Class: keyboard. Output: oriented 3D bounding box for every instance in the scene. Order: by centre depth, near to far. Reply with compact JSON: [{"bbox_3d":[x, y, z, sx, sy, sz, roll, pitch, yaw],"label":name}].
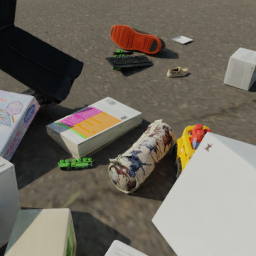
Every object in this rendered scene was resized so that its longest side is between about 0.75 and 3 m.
[{"bbox_3d":[-0.034,-3.038,12.181,2.025,0.209,1.287,-12,46,-32],"label":"keyboard"}]

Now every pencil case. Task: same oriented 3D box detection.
[{"bbox_3d":[0.405,0.630,7.087,0.827,0.951,2.126,9,35,35],"label":"pencil case"}]

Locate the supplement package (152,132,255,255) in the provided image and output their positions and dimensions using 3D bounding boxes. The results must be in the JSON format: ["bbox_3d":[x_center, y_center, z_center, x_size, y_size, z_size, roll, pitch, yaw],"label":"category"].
[{"bbox_3d":[2.232,1.581,4.334,2.467,1.814,2.359,13,23,-40],"label":"supplement package"}]

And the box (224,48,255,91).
[{"bbox_3d":[4.450,-2.271,10.754,1.001,1.169,1.163,25,44,26],"label":"box"}]

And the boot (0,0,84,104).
[{"bbox_3d":[-1.581,-1.505,4.771,1.877,1.547,0.616,30,-2,-12],"label":"boot"}]

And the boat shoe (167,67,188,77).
[{"bbox_3d":[2.073,-2.345,11.543,0.968,0.335,0.357,-17,40,-21],"label":"boat shoe"}]

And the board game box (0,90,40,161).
[{"bbox_3d":[-4.059,0.039,7.547,2.494,0.513,2.488,12,60,14],"label":"board game box"}]

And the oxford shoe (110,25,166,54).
[{"bbox_3d":[0.448,-4.320,13.792,2.987,1.063,1.083,29,28,24],"label":"oxford shoe"}]

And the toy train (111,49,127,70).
[{"bbox_3d":[-0.375,-3.077,12.521,0.481,0.356,1.706,12,38,2],"label":"toy train"}]

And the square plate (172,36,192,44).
[{"bbox_3d":[2.843,-4.619,14.734,0.798,0.115,0.806,-28,45,-32],"label":"square plate"}]

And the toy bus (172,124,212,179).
[{"bbox_3d":[1.706,0.454,6.910,1.054,1.491,1.553,-1,36,1],"label":"toy bus"}]

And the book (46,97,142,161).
[{"bbox_3d":[-0.989,-0.146,8.491,2.440,0.586,1.630,-30,44,-34],"label":"book"}]

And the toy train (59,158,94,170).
[{"bbox_3d":[-1.358,0.944,7.336,0.912,0.190,0.257,-4,47,-5],"label":"toy train"}]

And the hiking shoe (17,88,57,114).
[{"bbox_3d":[-3.230,-0.761,9.104,2.659,1.007,1.339,-16,5,0],"label":"hiking shoe"}]

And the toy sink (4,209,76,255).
[{"bbox_3d":[-1.406,2.408,4.585,0.998,1.161,1.781,-1,36,-2],"label":"toy sink"}]

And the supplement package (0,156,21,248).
[{"bbox_3d":[-3.241,1.616,4.885,1.268,1.781,2.287,24,35,27],"label":"supplement package"}]

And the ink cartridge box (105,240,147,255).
[{"bbox_3d":[-0.033,3.132,3.702,1.821,1.057,2.523,18,41,22],"label":"ink cartridge box"}]
